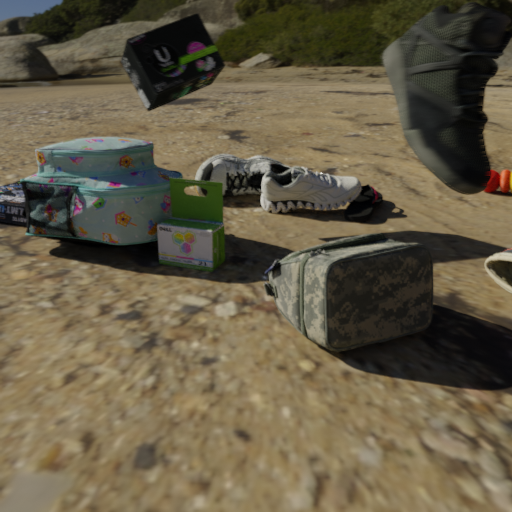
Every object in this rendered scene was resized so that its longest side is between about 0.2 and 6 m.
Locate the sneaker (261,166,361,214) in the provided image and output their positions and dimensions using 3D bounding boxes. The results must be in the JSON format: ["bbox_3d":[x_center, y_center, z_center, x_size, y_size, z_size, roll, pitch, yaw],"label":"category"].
[{"bbox_3d":[1.230,-1.555,12.606,2.308,0.935,0.867,-6,39,1],"label":"sneaker"}]

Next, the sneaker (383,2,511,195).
[{"bbox_3d":[3.358,-2.768,9.227,1.300,1.948,3.400,7,61,-29],"label":"sneaker"}]

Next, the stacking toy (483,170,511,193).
[{"bbox_3d":[6.669,-1.882,13.975,2.141,0.914,0.914,7,22,27],"label":"stacking toy"}]

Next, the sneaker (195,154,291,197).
[{"bbox_3d":[-0.208,-1.989,13.928,2.768,1.047,1.214,-19,29,-38],"label":"sneaker"}]

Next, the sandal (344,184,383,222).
[{"bbox_3d":[2.467,-1.321,12.902,0.800,0.480,2.130,-2,20,18],"label":"sandal"}]

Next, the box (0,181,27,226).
[{"bbox_3d":[-5.112,-1.262,12.803,2.086,0.518,2.071,8,23,18],"label":"box"}]

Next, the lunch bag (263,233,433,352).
[{"bbox_3d":[1.229,0.403,7.657,1.859,1.295,1.559,-11,12,-24],"label":"lunch bag"}]

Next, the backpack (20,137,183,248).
[{"bbox_3d":[-2.731,-1.200,10.656,2.706,2.075,2.379,16,20,19],"label":"backpack"}]

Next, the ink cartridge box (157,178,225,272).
[{"bbox_3d":[-1.140,-0.553,9.710,1.074,1.453,0.551,8,23,19],"label":"ink cartridge box"}]

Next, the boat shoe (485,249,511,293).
[{"bbox_3d":[4.200,0.458,7.966,0.771,0.877,2.464,-3,19,-6],"label":"boat shoe"}]

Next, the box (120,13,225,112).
[{"bbox_3d":[-1.694,-3.904,11.355,1.633,1.213,1.015,-31,5,-20],"label":"box"}]
